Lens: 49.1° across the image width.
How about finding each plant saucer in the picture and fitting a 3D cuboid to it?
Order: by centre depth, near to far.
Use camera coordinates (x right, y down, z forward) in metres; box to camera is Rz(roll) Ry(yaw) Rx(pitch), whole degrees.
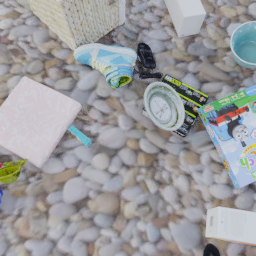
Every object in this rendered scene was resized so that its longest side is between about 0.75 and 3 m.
[{"bbox_3d":[0.987,-0.590,8.158,1.509,0.379,1.509,15,64,-32],"label":"plant saucer"}]

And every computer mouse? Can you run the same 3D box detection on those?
[{"bbox_3d":[0.471,-2.170,9.285,1.026,0.336,1.461,-12,71,-34],"label":"computer mouse"}]

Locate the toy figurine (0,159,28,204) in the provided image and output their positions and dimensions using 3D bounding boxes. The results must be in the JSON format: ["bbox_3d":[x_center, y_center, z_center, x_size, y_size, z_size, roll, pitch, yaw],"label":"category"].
[{"bbox_3d":[-3.763,1.768,7.787,2.193,1.157,1.314,-10,101,5],"label":"toy figurine"}]

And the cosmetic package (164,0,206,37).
[{"bbox_3d":[1.925,-4.331,9.846,0.824,1.045,1.942,-14,72,-7],"label":"cosmetic package"}]

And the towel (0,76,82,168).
[{"bbox_3d":[-2.937,-0.240,8.673,2.223,0.375,2.328,26,72,10],"label":"towel"}]

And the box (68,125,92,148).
[{"bbox_3d":[-1.447,0.260,8.508,0.774,0.319,0.190,37,74,13],"label":"box"}]

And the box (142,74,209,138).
[{"bbox_3d":[1.494,-0.730,8.858,1.601,0.380,1.547,30,70,11],"label":"box"}]

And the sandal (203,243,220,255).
[{"bbox_3d":[2.173,3.651,7.267,0.459,0.258,1.207,9,70,3],"label":"sandal"}]

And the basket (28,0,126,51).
[{"bbox_3d":[-1.848,-4.515,8.978,2.301,2.836,2.862,-41,75,-12],"label":"basket"}]

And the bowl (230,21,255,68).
[{"bbox_3d":[4.112,-2.612,9.251,1.558,0.815,1.558,-2,75,8],"label":"bowl"}]

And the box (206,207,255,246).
[{"bbox_3d":[2.859,2.560,7.236,1.412,1.075,0.751,9,69,4],"label":"box"}]

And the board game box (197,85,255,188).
[{"bbox_3d":[3.483,0.213,8.281,1.918,0.464,2.536,-22,80,-9],"label":"board game box"}]

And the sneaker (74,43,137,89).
[{"bbox_3d":[-0.783,-1.955,9.075,2.088,0.830,1.363,3,68,2],"label":"sneaker"}]
